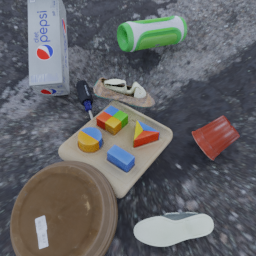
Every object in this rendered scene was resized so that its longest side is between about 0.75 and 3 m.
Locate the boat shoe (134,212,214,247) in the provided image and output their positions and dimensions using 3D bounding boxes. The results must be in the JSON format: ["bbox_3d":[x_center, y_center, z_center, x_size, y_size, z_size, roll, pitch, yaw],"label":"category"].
[{"bbox_3d":[0.965,2.153,6.091,1.689,0.522,0.615,-7,84,-1],"label":"boat shoe"}]

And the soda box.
[{"bbox_3d":[-2.304,-2.445,8.174,0.928,0.998,2.925,-5,78,0],"label":"soda box"}]

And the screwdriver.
[{"bbox_3d":[-0.998,-0.315,7.467,0.415,0.433,2.977,-36,44,15],"label":"screwdriver"}]

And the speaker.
[{"bbox_3d":[0.771,-2.954,8.748,2.124,0.939,0.939,-17,58,-23],"label":"speaker"}]

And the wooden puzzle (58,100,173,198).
[{"bbox_3d":[-0.273,0.287,6.520,1.949,0.487,2.104,30,58,23],"label":"wooden puzzle"}]

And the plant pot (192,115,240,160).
[{"bbox_3d":[2.192,0.193,6.902,0.857,0.882,0.882,-39,58,19],"label":"plant pot"}]

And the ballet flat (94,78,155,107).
[{"bbox_3d":[-0.026,-0.942,7.260,1.702,0.572,0.579,8,44,-15],"label":"ballet flat"}]

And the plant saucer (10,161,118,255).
[{"bbox_3d":[-1.373,1.757,5.631,2.369,0.349,2.369,-6,65,13],"label":"plant saucer"}]
